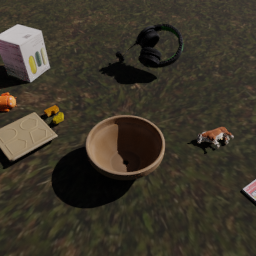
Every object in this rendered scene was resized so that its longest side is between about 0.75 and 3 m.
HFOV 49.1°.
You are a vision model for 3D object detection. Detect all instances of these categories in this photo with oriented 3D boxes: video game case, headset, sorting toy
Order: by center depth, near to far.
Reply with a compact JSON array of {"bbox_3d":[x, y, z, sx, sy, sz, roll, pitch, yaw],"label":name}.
[{"bbox_3d":[3.608,1.792,7.321,0.698,0.085,0.976,-26,51,-24],"label":"video game case"},{"bbox_3d":[-2.979,0.102,8.902,2.242,0.300,1.670,-32,49,-28],"label":"sorting toy"},{"bbox_3d":[0.840,-3.114,11.187,2.691,1.264,1.662,-7,78,10],"label":"headset"}]

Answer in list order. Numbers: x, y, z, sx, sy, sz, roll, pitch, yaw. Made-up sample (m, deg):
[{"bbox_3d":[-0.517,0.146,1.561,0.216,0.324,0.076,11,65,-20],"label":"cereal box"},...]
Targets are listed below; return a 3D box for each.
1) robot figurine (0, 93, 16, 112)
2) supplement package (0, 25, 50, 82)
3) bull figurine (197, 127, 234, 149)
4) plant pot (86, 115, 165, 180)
[{"bbox_3d":[-4.277,-0.902,9.747,0.787,0.459,0.566,-3,43,-3],"label":"robot figurine"},{"bbox_3d":[-4.045,-2.904,10.906,1.226,1.627,1.235,20,49,19],"label":"supplement package"},{"bbox_3d":[2.679,0.289,8.634,1.097,0.357,0.666,-22,51,-19],"label":"bull figurine"},{"bbox_3d":[-0.072,0.701,7.778,2.122,0.979,2.122,0,44,0],"label":"plant pot"}]
